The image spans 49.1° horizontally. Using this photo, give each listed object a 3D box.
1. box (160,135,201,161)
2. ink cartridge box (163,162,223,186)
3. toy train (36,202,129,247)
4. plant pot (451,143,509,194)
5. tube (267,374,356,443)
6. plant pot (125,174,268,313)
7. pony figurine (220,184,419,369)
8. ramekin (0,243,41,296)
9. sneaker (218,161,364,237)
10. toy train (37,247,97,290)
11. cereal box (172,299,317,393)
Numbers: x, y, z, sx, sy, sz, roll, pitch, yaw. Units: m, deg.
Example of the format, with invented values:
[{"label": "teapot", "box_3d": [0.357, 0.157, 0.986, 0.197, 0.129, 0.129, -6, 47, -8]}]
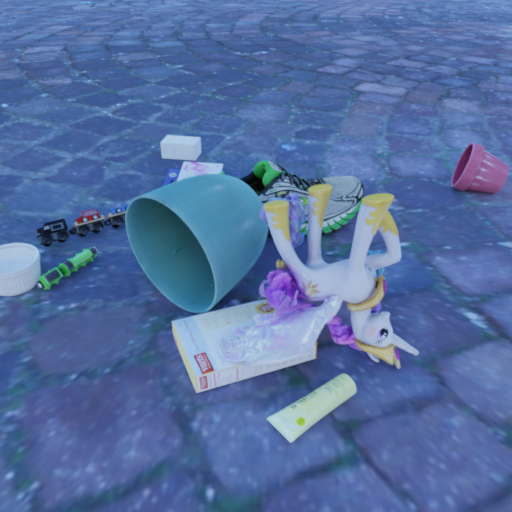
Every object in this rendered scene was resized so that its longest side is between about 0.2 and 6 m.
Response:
[{"label": "box", "box_3d": [-1.906, -2.751, 14.244, 0.894, 0.436, 0.556, 6, 33, 10]}, {"label": "ink cartridge box", "box_3d": [-1.461, -1.721, 12.701, 1.308, 0.283, 1.284, 4, 38, 2]}, {"label": "toy train", "box_3d": [-3.229, -0.661, 10.885, 2.053, 0.470, 0.350, -19, -3, -30]}, {"label": "plant pot", "box_3d": [5.002, -1.862, 12.433, 0.943, 1.054, 1.054, 21, 35, 3]}, {"label": "tube", "box_3d": [0.753, 1.918, 7.142, 1.213, 0.315, 0.352, -25, -2, -28]}, {"label": "plant pot", "box_3d": [-0.785, -0.368, 8.925, 2.033, 2.033, 1.632, 26, 47, 35]}, {"label": "pony figurine", "box_3d": [0.869, 0.410, 7.724, 2.542, 2.633, 2.193, -1, 25, 21]}, {"label": "ramekin", "box_3d": [-4.148, 0.250, 9.510, 0.986, 0.517, 0.986, 0, 33, 0]}, {"label": "sneaker", "box_3d": [0.646, -1.145, 10.880, 3.254, 1.386, 1.270, -11, 34, -17]}, {"label": "toy train", "box_3d": [-3.248, 0.179, 9.740, 0.356, 0.264, 1.263, -32, 7, 44]}, {"label": "cereal box", "box_3d": [-0.202, 1.221, 8.136, 1.803, 0.356, 1.297, -12, 33, -17]}]
